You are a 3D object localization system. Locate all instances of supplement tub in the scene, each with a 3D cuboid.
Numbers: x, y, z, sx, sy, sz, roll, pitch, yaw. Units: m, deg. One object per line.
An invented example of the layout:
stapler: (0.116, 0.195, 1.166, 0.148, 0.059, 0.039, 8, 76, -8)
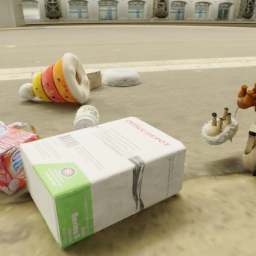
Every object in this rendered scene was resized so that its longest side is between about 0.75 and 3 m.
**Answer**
supplement tub: (-1.263, -0.208, 8.611, 0.735, 0.735, 1.014, -1, 25, -3)

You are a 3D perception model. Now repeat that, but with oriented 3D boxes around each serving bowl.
serving bowl: (-0.350, -2.664, 14.092, 1.937, 0.637, 1.937, 0, 24, 0)

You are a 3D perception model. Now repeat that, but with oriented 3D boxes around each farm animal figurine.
farm animal figurine: (3.757, 0.233, 6.994, 2.898, 1.528, 2.930, -32, 45, -30)

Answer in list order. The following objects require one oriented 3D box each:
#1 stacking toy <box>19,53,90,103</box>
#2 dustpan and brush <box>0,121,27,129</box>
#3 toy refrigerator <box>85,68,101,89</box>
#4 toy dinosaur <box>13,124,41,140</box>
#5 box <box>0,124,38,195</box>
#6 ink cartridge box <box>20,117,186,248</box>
stacking toy: (-3.065, -1.647, 11.178, 2.741, 2.003, 2.003, -16, 22, 13)
dustpan and brush: (-3.903, 0.017, 8.070, 2.030, 0.581, 1.417, -17, 31, 14)
toy refrigerator: (-2.198, -2.159, 12.836, 0.704, 0.764, 2.012, 20, 32, 37)
toy dinosaur: (-2.640, 0.462, 7.230, 1.762, 0.532, 0.936, 35, 56, 13)
box: (-3.109, 0.571, 6.493, 2.115, 1.054, 1.010, 12, 29, 28)
ink cartridge box: (-0.503, 0.844, 5.791, 2.773, 1.165, 2.017, -15, 29, -30)
